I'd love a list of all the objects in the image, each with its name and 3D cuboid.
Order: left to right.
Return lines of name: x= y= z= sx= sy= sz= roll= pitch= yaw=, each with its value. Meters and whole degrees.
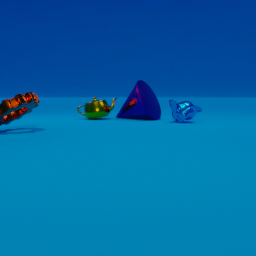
gear: x=-2.962 y=-0.456 z=7.194 sx=1.383 sy=0.256 sz=1.383 roll=-31 pitch=-1 yaw=0
teapot: x=-1.175 y=-0.813 z=10.951 sx=1.708 sy=0.836 sz=1.062 roll=-9 pitch=7 yaw=7
cone: x=0.163 y=-0.764 z=11.131 sx=1.686 sy=1.679 sz=1.679 roll=-26 pitch=-6 yaw=27
monkey head: x=1.878 y=-0.694 z=9.651 sx=0.804 sy=0.960 sz=1.334 roll=-35 pitch=22 yaw=-15
